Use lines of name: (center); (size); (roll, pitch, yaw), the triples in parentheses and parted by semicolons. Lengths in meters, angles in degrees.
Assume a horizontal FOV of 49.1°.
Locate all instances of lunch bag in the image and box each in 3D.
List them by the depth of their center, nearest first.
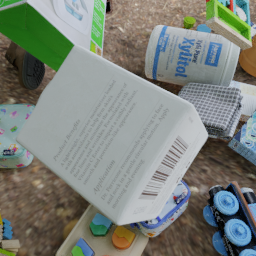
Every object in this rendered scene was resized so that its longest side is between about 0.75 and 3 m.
lunch bag: (0.424, 1.527, 6.704); (1.575, 0.743, 1.966); (-32, 54, -25)
lunch bag: (-3.296, 0.203, 7.746); (1.516, 0.729, 1.891); (2, 54, 1)

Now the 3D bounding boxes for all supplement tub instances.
supplement tub: (1.982, -2.187, 8.889); (2.632, 1.737, 1.737); (13, 55, 11)

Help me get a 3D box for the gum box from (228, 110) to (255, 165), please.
gum box: (4.386, 0.411, 7.419); (2.565, 0.571, 2.179); (38, 70, 18)

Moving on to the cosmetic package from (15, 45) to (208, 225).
cosmetic package: (-0.187, 0.166, 5.126); (2.425, 2.001, 1.999); (33, 90, 26)

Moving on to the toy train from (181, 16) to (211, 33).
toy train: (2.074, -3.452, 10.109); (0.921, 1.259, 2.175); (-28, 59, -20)

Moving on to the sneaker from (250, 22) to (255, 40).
sneaker: (4.835, -3.562, 10.651); (0.752, 0.526, 1.302); (23, 55, 19)

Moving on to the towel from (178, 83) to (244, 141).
towel: (2.186, -0.521, 7.960); (1.878, 0.804, 1.555); (13, 53, 32)

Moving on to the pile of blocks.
pile of blocks: (-2.898, 2.587, 6.206); (0.550, 0.727, 1.770); (-49, 46, 18)

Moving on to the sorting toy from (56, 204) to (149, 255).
sorting toy: (-0.557, 2.634, 6.222); (1.617, 0.295, 1.496); (25, 58, 17)

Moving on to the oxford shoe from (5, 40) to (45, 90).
oxford shoe: (-3.547, -2.262, 9.556); (1.184, 1.019, 2.804); (-20, 53, 7)

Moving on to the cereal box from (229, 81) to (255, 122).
cereal box: (3.917, -0.724, 8.645); (1.834, 0.362, 1.319); (16, 57, 12)

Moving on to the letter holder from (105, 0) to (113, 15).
letter holder: (-1.924, -5.590, 11.804); (1.557, 1.101, 2.190); (-33, 60, -20)

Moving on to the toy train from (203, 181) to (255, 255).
toy train: (2.599, 2.316, 6.066); (1.363, 1.034, 2.386); (-3, 51, -13)

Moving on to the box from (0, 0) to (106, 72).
box: (-1.835, -3.092, 6.947); (1.396, 2.888, 2.548); (-3, 73, 23)

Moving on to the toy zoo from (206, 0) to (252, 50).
toy zoo: (2.504, -3.380, 6.975); (1.639, 0.256, 2.498); (12, 74, -38)

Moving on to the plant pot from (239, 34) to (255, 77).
plant pot: (4.886, -2.691, 9.573); (1.761, 1.233, 1.761); (0, 53, 0)
